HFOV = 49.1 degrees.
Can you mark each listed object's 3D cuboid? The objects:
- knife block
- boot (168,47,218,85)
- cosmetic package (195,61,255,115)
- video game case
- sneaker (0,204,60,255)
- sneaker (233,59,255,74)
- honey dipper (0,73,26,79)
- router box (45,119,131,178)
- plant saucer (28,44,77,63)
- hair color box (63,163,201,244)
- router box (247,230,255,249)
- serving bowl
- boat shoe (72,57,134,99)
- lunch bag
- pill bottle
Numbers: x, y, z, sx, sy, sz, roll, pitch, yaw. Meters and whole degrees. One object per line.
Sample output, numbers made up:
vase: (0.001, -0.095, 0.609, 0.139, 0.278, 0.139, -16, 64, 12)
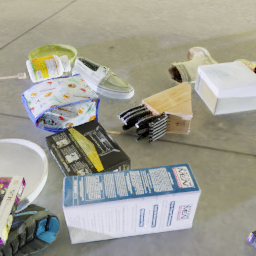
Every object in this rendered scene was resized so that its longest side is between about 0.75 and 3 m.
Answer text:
knife block: (0.975, -0.632, 9.815, 2.424, 0.883, 2.761, 7, 41, 6)
boot: (2.693, -2.775, 12.428, 2.010, 0.936, 2.598, -11, 42, -12)
cosmetic package: (3.864, -1.586, 10.792, 1.873, 1.155, 1.879, -8, 42, -10)
video game case: (-3.346, 1.743, 6.094, 1.795, 0.321, 1.627, 0, 36, -1)
sneaker: (-2.818, 2.630, 6.028, 2.665, 0.976, 1.092, -27, 26, -33)
sneaker: (5.322, -2.647, 12.514, 1.583, 0.619, 0.715, 0, 42, -1)
honey dipper: (-5.177, -2.238, 12.345, 1.291, 0.245, 0.245, -8, 40, -2)
router box: (-1.228, 0.776, 8.349, 1.752, 0.582, 2.229, -21, 44, -24)
plant saucer: (-3.646, -3.494, 13.737, 2.324, 0.361, 2.324, 0, 40, 0)
hair color box: (0.059, 1.744, 6.486, 2.901, 1.451, 0.878, -5, 40, -7)
router box: (3.581, 2.611, 6.308, 1.310, 0.342, 1.030, -16, 42, -18)
serving bowl: (-3.323, 1.392, 7.419, 2.479, 0.815, 2.479, 0, 40, 0)
boat shoe: (-1.079, -2.042, 11.369, 2.948, 0.914, 1.061, 24, 38, 19)
lunch bag: (-2.366, -0.814, 9.698, 2.228, 1.380, 1.894, -14, 41, -28)
pill bottle: (-3.442, -2.647, 12.228, 1.704, 0.946, 0.946, -18, 43, -20)
